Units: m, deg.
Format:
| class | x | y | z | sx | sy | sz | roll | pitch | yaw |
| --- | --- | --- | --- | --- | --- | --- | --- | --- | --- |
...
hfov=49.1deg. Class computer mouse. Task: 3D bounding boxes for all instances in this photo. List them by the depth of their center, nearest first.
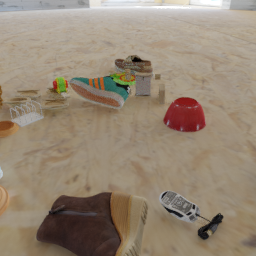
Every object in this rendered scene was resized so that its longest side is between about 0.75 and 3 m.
| class | x | y | z | sx | sy | sz | roll | pitch | yaw |
| --- | --- | --- | --- | --- | --- | --- | --- | --- | --- |
| computer mouse | 1.319 | 1.864 | 6.198 | 1.399 | 0.307 | 0.767 | 26 | 43 | 29 |

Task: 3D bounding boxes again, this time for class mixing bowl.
| class | x | y | z | sx | sy | sz | roll | pitch | yaw |
| --- | --- | --- | --- | --- | --- | --- | --- | --- | --- |
| mixing bowl | 2.063 | -0.585 | 10.023 | 1.546 | 0.837 | 1.546 | 1 | 29 | 0 |

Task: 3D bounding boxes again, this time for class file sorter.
| class | x | y | z | sx | sy | sz | roll | pitch | yaw |
| --- | --- | --- | --- | --- | --- | --- | --- | --- | --- |
| file sorter | -3.711 | -0.555 | 10.213 | 0.654 | 0.586 | 0.942 | 22 | 37 | 35 |

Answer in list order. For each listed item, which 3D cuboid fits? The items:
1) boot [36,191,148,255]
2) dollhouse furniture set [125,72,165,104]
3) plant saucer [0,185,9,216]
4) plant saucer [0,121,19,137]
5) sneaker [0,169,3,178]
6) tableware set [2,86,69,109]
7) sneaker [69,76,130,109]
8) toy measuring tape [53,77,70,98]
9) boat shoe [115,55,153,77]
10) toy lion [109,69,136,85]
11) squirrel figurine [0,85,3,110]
| class | x | y | z | sx | sy | sz | roll | pitch | yaw |
| --- | --- | --- | --- | --- | --- | --- | --- | --- | --- |
| boot | -0.817 | 2.226 | 5.279 | 2.100 | 0.913 | 2.525 | -5 | 30 | 19 |
| dollhouse furniture set | 0.538 | -1.692 | 11.780 | 2.042 | 1.058 | 0.904 | 2 | 27 | 5 |
| plant saucer | -3.527 | 1.746 | 6.452 | 1.458 | 0.235 | 1.458 | 0 | 30 | 0 |
| plant saucer | -4.292 | 0.006 | 9.618 | 0.988 | 0.185 | 0.988 | 0 | 30 | 0 |
| sneaker | -4.187 | 1.078 | 7.150 | 1.737 | 0.712 | 0.642 | -10 | 30 | -17 |
| tableware set | -3.612 | -1.276 | 11.531 | 2.402 | 0.334 | 2.876 | -2 | 23 | -7 |
| sneaker | -1.146 | -1.656 | 11.532 | 2.661 | 0.950 | 1.063 | 22 | 61 | 21 |
| toy measuring tape | -2.743 | -1.747 | 11.672 | 0.657 | 0.657 | 1.786 | -13 | 26 | -22 |
| boat shoe | 0.326 | -3.463 | 15.027 | 2.661 | 0.955 | 1.008 | 24 | 37 | 36 |
| toy lion | -0.226 | -2.462 | 13.885 | 1.304 | 0.448 | 1.250 | -6 | 37 | -11 |
| squirrel figurine | -5.730 | -1.116 | 10.585 | 1.867 | 1.321 | 1.743 | -3 | 36 | 0 |
